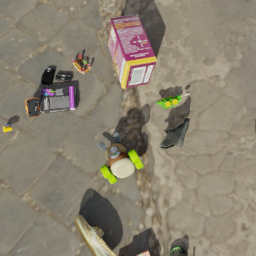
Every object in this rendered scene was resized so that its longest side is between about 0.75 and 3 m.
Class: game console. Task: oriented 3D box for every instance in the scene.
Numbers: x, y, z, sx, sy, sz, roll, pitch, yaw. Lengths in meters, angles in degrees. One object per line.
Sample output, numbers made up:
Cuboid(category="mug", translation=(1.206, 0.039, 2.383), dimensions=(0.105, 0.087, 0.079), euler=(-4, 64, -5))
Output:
Cuboid(category="game console", translation=(-2.988, -2.120, 11.762), dimensions=(1.271, 0.153, 0.750), euler=(6, 68, 4))

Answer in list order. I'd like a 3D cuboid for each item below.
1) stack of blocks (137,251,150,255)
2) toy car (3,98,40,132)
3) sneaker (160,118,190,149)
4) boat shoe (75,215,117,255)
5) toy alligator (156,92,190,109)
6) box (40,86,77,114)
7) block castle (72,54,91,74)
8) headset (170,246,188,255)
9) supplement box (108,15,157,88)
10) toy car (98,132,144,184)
Cuboid(category="stack of blocks", translation=(0.209, 4.533, 8.884), dimensions=(1.293, 0.379, 0.745), euler=(-23, 69, -9))
Cuboid(category="toy car", translation=(-4.210, -0.605, 10.837), dimensions=(1.681, 0.824, 0.559), euler=(-30, 39, -19))
Cuboid(category="sneaker", translation=(1.744, 0.171, 10.333), dimensions=(0.760, 0.438, 1.457), euler=(16, 65, 16))
Cuboid(category="boat shoe", translation=(-1.060, 3.619, 9.162), dimensions=(0.637, 0.711, 1.920), euler=(-30, 72, -25))
Cuboid(category="toy alligator", translation=(1.838, -1.054, 11.209), dimensions=(1.504, 0.408, 0.446), euler=(-18, 32, -14))
Cuboid(category="box", translation=(-2.810, -1.142, 11.302), dimensions=(1.420, 0.256, 1.015), euler=(-6, 67, -4))
Cuboid(category="block castle", translation=(-1.978, -2.718, 11.889), dimensions=(0.521, 0.366, 0.780), euler=(-40, 73, -14))
Cuboid(category="headset", translation=(1.777, 4.239, 9.106), dimensions=(0.866, 0.407, 0.535), euler=(24, 66, 26))
Cuboid(category="supplement box", translation=(0.098, -3.071, 11.336), dimensions=(1.245, 1.580, 2.413), euler=(-13, 69, -13))
Cuboid(category="toy car", translation=(-0.430, 0.914, 10.016), dimensions=(1.327, 1.275, 1.616), euler=(-29, 59, -1))
